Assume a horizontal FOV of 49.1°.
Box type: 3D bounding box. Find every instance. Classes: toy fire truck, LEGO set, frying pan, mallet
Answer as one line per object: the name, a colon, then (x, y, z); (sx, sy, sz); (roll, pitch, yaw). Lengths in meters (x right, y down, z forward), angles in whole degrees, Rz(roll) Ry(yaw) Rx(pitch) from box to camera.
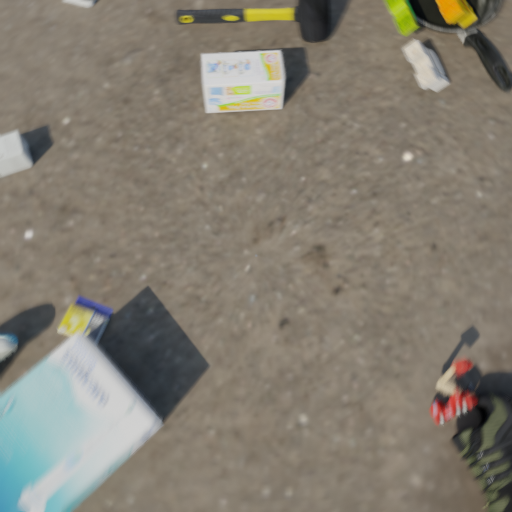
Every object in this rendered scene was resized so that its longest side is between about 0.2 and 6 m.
toy fire truck: (3.308, 2.296, 9.460); (1.053, 0.257, 0.743); (-43, 60, 31)
LEGO set: (3.781, -5.517, 12.209); (1.525, 1.640, 3.997); (-30, 70, 36)
frying pan: (4.857, -5.435, 12.589); (2.356, 0.634, 3.895); (-39, 77, -12)
mallet: (-0.088, -5.457, 12.304); (3.487, 1.148, 0.718); (7, 51, 4)

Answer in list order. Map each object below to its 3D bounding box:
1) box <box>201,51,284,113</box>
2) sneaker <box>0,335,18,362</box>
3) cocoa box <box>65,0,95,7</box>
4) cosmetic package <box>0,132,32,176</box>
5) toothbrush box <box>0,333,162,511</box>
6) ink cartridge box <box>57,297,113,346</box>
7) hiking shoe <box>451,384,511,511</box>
box: (-0.271, -3.630, 11.706); (1.642, 0.924, 0.832); (-4, 67, -1)
sneaker: (-5.072, 2.156, 9.558); (2.345, 0.897, 0.947); (-33, 81, -6)
cocoa box: (-4.006, -6.459, 12.936); (0.712, 0.700, 1.067); (15, 69, 6)
cosmetic package: (-4.980, -2.052, 11.300); (0.659, 0.548, 0.552); (-21, 70, -7)
toothbrush box: (-3.188, 2.898, 8.994); (2.697, 1.150, 1.975); (-43, 79, -14)
ink cartridge box: (-3.120, 1.179, 10.247); (0.741, 0.176, 0.749); (20, 72, 7)
hiking shoe: (3.764, 3.395, 9.091); (1.256, 0.945, 2.495); (12, 61, 15)
